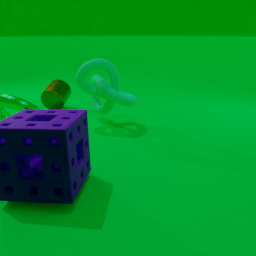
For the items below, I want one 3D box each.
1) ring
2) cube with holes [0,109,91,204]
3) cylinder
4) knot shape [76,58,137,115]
[{"bbox_3d":[-2.506,-0.256,6.562,1.447,1.447,0.289,7,58,17],"label":"ring"},{"bbox_3d":[-1.501,0.442,5.116,1.302,1.302,1.302,1,17,7],"label":"cube with holes"},{"bbox_3d":[-2.630,-1.214,10.284,0.864,0.864,0.864,4,39,11],"label":"cylinder"},{"bbox_3d":[-0.568,-1.101,8.476,1.816,1.940,0.897,26,63,15],"label":"knot shape"}]
